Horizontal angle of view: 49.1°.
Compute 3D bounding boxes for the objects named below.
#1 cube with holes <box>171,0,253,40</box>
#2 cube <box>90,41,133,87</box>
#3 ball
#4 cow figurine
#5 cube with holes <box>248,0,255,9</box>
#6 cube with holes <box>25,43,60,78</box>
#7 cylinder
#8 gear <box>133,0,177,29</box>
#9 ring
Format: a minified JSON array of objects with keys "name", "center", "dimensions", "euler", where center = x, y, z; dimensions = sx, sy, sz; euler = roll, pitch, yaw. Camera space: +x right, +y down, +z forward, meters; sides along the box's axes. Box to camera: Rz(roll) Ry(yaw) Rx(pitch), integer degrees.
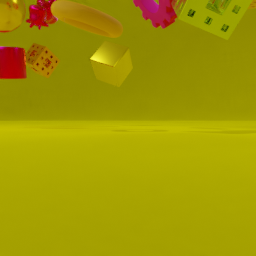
[{"name":"cube with holes","center":[1.572,-2.493,5.230],"dimensions":[1.046,1.046,1.046],"euler":[18,36,-13]},{"name":"cube","center":[-0.699,-2.822,12.320],"dimensions":[1.270,1.270,1.270],"euler":[23,-25,22]},{"name":"ball","center":[-3.365,-3.173,7.391],"dimensions":[1.245,1.245,1.245],"euler":[0,2,0]},{"name":"cow figurine","center":[-2.814,-3.826,9.466],"dimensions":[0.795,1.424,1.448],"euler":[13,-7,3]},{"name":"cube with holes","center":[3.486,-4.196,8.096],"dimensions":[1.151,1.151,1.151],"euler":[0,15,-28]},{"name":"cube with holes","center":[-3.205,-2.479,10.299],"dimensions":[0.819,0.819,0.819],"euler":[25,-12,35]},{"name":"cylinder","center":[-3.903,-2.133,9.256],"dimensions":[1.002,1.002,1.002],"euler":[0,11,0]},{"name":"gear","center":[0.619,-3.543,7.262],"dimensions":[0.351,1.897,1.897],"euler":[-36,9,-10]},{"name":"ring","center":[-0.833,-2.237,5.807],"dimensions":[1.514,0.303,1.514],"euler":[17,10,-3]}]
